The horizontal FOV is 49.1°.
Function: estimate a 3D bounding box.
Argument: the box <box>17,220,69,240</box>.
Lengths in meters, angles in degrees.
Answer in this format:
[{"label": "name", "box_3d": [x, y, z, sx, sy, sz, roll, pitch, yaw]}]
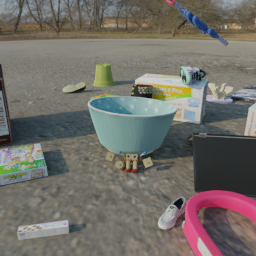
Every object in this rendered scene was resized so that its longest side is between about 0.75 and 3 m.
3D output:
[{"label": "box", "box_3d": [-1.713, 2.078, 5.705, 1.001, 0.207, 0.194, -5, 23, -10]}]

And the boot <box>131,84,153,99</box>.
[{"label": "boot", "box_3d": [0.088, -1.020, 11.434, 2.020, 1.526, 0.729, -1, 23, -2]}]

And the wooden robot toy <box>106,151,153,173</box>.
[{"label": "wooden robot toy", "box_3d": [0.057, 1.000, 8.163, 1.358, 0.598, 0.616, 2, -13, 7]}]

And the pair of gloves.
[{"label": "pair of gloves", "box_3d": [2.291, -3.537, 9.396, 2.059, 0.292, 2.561, 19, 31, -37]}]

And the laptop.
[{"label": "laptop", "box_3d": [3.181, 1.034, 8.317, 2.641, 1.634, 2.820, 4, -6, 7]}]

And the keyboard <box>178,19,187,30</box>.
[{"label": "keyboard", "box_3d": [2.402, -4.509, 11.943, 0.100, 0.779, 0.468, 41, 39, -8]}]

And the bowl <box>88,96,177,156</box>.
[{"label": "bowl", "box_3d": [0.117, -0.061, 8.992, 2.802, 1.465, 2.802, 2, 17, -1]}]

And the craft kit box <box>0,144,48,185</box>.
[{"label": "craft kit box", "box_3d": [-3.227, 1.025, 8.067, 1.585, 0.389, 1.605, -12, 25, -20]}]

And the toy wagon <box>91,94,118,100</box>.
[{"label": "toy wagon", "box_3d": [-0.967, -1.434, 13.996, 1.317, 0.336, 1.698, 18, 28, 36]}]

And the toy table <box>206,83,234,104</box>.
[{"label": "toy table", "box_3d": [4.618, -1.768, 14.180, 1.410, 0.826, 1.296, 13, 26, 27]}]

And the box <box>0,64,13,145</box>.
[{"label": "box", "box_3d": [-5.500, -0.823, 9.865, 2.324, 2.348, 2.831, -9, 24, -22]}]

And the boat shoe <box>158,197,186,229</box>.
[{"label": "boat shoe", "box_3d": [0.971, 1.820, 6.128, 0.340, 0.347, 0.974, 16, 27, 34]}]

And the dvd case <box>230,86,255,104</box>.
[{"label": "dvd case", "box_3d": [6.996, -1.762, 14.928, 2.142, 0.230, 2.881, 17, 28, 35]}]

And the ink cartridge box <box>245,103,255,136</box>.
[{"label": "ink cartridge box", "box_3d": [5.099, -0.156, 9.788, 1.603, 1.165, 1.159, 17, 26, 36]}]

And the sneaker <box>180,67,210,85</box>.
[{"label": "sneaker", "box_3d": [2.688, -2.104, 11.062, 1.123, 0.624, 1.605, 3, 26, 3]}]

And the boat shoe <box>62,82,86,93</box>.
[{"label": "boat shoe", "box_3d": [-3.020, -2.198, 15.802, 1.317, 0.413, 0.482, -17, 64, -9]}]

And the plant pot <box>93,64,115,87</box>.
[{"label": "plant pot", "box_3d": [-1.498, -3.311, 17.353, 1.347, 1.238, 1.347, 1, 23, 0]}]

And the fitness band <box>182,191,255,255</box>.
[{"label": "fitness band", "box_3d": [2.167, 2.121, 5.322, 1.892, 0.493, 2.634, -2, 23, -13]}]

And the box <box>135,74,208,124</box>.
[{"label": "box", "box_3d": [1.835, -1.334, 12.058, 2.877, 1.619, 1.458, 9, 24, 20]}]
